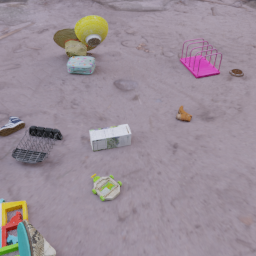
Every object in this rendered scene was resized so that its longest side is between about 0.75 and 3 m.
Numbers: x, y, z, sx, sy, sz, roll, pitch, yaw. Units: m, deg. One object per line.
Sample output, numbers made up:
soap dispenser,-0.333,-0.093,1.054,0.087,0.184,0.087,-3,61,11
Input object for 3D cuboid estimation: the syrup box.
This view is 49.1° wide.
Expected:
syrup box,-0.665,0.365,10.728,1.521,0.599,0.619,-10,43,-11

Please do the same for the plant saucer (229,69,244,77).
plant saucer,5.735,-2.929,14.761,0.758,0.122,0.758,-1,42,1

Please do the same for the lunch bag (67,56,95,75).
lunch bag,-2.500,-3.309,14.853,1.437,0.554,1.153,3,45,4

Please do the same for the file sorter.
file sorter,3.862,-3.764,14.837,1.384,1.249,1.992,-13,44,-13

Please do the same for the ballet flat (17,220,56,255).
ballet flat,-2.220,3.578,6.984,0.971,0.875,2.580,9,47,-34

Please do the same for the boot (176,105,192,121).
boot,2.462,-0.626,12.045,0.640,0.316,0.824,14,44,16

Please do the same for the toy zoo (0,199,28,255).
toy zoo,-3.639,2.968,8.113,1.451,0.226,2.212,-12,44,-13

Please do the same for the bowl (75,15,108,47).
bowl,-1.672,-4.406,13.263,1.626,1.626,0.875,-8,68,-9

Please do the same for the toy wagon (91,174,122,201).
toy wagon,-0.781,1.916,9.297,1.119,0.221,0.868,32,50,31

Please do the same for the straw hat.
straw hat,-2.835,-4.322,15.296,2.483,2.483,1.051,-1,74,-2

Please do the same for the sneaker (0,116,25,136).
sneaker,-4.851,-0.088,11.368,1.163,0.407,0.631,-26,53,-35

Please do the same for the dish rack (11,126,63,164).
dish rack,-3.413,0.653,10.533,1.397,0.497,1.822,7,44,10
